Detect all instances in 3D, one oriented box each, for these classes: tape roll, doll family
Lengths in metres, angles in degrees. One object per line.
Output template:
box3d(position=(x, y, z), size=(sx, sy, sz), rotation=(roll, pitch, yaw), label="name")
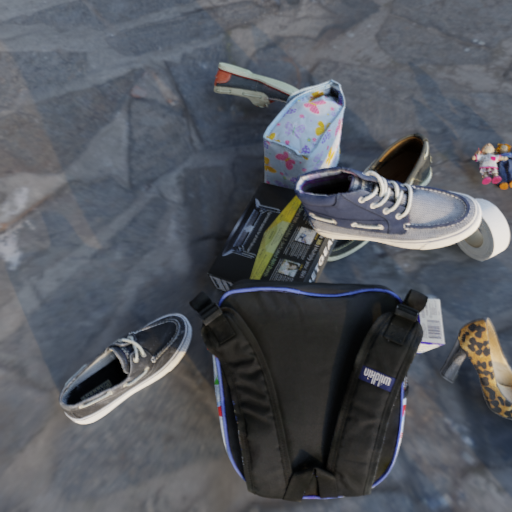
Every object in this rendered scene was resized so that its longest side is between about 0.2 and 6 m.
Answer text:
box3d(position=(4.231, -0.492, 10.638), size=(0.401, 1.147, 1.147), rotation=(-26, 61, -16), label="tape roll")
box3d(position=(5.531, -1.962, 11.927), size=(1.763, 0.794, 1.094), rotation=(-2, 63, 19), label="doll family")

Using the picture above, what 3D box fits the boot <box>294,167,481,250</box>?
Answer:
box3d(position=(2.059, -0.817, 8.998), size=(2.855, 1.290, 1.038), rotation=(0, 66, 25), label="boot")

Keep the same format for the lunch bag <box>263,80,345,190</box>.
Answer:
box3d(position=(1.043, -2.320, 11.443), size=(1.319, 1.760, 2.075), rotation=(28, 64, 18), label="lunch bag")

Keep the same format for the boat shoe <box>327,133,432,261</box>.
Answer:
box3d(position=(2.224, -1.198, 11.048), size=(3.178, 1.075, 1.141), rotation=(-42, 65, -12), label="boat shoe")

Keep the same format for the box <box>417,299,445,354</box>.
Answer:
box3d(position=(2.694, 1.168, 9.314), size=(0.433, 0.825, 0.759), rotation=(6, 68, -13), label="box")

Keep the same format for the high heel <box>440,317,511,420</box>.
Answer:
box3d(position=(4.092, 1.850, 8.922), size=(1.997, 1.424, 0.713), rotation=(25, 40, 17), label="high heel")

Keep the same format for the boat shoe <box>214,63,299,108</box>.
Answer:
box3d(position=(0.048, -3.769, 12.818), size=(2.162, 0.676, 0.769), rotation=(21, 24, 9), label="boat shoe")

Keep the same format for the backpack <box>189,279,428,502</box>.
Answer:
box3d(position=(0.751, 1.868, 8.185), size=(3.149, 2.425, 2.999), rotation=(1, 90, 9), label="backpack")

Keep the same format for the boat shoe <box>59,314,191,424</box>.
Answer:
box3d(position=(-2.151, 1.749, 9.363), size=(2.513, 0.852, 0.901), rotation=(-35, 64, -20), label="boat shoe")

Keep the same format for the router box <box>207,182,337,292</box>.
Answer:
box3d(position=(0.433, -0.197, 10.443), size=(1.798, 0.597, 2.287), rotation=(17, 63, 26), label="router box")
